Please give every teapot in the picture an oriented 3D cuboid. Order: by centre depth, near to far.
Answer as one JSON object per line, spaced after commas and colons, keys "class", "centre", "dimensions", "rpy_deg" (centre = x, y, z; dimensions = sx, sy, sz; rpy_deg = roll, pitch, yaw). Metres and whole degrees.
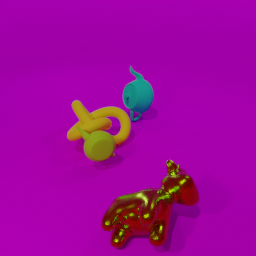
{"class": "teapot", "centre": [-0.720, 0.370, 6.589], "dimensions": [0.752, 1.210, 0.592], "rpy_deg": [-48, 33, 2]}
{"class": "teapot", "centre": [0.259, -1.077, 8.953], "dimensions": [0.857, 1.751, 1.088], "rpy_deg": [-4, 10, -35]}

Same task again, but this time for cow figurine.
{"class": "cow figurine", "centre": [0.438, 1.336, 5.091], "dimensions": [1.637, 0.899, 1.611], "rpy_deg": [-15, 20, 24]}

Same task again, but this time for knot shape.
{"class": "knot shape", "centre": [-0.956, -0.191, 7.770], "dimensions": [1.822, 0.842, 1.705], "rpy_deg": [-6, 31, -39]}
